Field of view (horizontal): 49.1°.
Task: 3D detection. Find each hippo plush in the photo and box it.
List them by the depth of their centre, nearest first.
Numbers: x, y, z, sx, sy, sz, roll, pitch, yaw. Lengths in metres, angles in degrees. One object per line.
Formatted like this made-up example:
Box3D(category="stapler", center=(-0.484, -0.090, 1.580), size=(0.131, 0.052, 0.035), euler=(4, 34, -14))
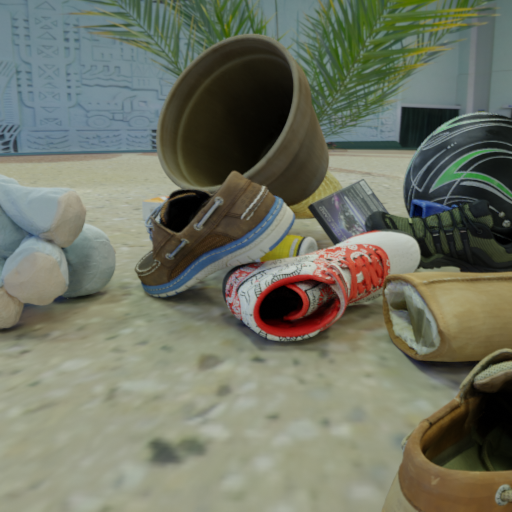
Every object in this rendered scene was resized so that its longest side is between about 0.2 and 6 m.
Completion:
Box3D(category="hippo plush", center=(-3.440, -0.019, 8.266), size=(2.867, 2.284, 2.306), euler=(27, -8, 18))

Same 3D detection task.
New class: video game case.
Box3D(category="video game case", center=(1.984, -0.728, 11.095), size=(1.894, 1.353, 0.180), euler=(-28, -10, -42))

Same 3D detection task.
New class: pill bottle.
Box3D(category="pill bottle", center=(0.417, -0.052, 10.091), size=(1.254, 0.703, 0.703), euler=(8, 16, 28))

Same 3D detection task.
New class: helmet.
Box3D(category="helmet", center=(4.964, -1.727, 12.872), size=(2.939, 3.083, 3.083), euler=(21, 19, 12))

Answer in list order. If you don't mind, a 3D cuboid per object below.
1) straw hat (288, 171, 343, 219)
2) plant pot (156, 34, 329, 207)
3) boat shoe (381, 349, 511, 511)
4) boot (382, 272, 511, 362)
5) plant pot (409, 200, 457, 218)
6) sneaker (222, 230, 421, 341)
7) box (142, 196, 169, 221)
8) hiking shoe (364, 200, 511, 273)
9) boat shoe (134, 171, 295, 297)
Box3D(category="straw hat", center=(-0.022, -1.179, 12.431), size=(3.803, 1.610, 3.803), euler=(11, 33, -8))
Box3D(category="plant pot", center=(0.052, -2.083, 10.360), size=(2.906, 2.906, 2.521), euler=(10, -10, 34))
Box3D(category="boat shoe", center=(1.912, 1.267, 3.833), size=(1.167, 1.139, 3.085), euler=(12, 18, 40))
Box3D(category="boot", center=(3.648, 0.774, 5.893), size=(3.801, 1.257, 3.328), euler=(0, 1, -5))
Box3D(category="plant pot", center=(3.605, -0.482, 10.994), size=(1.020, 1.134, 1.134), euler=(4, 10, 1))
Box3D(category="sneaker", center=(1.124, 0.386, 7.420), size=(3.003, 1.003, 1.610), euler=(-11, 11, -12))
Box3D(category="box", center=(-2.596, -1.322, 15.587), size=(0.681, 0.534, 1.096), euler=(5, 15, 19))
Box3D(category="hiking shoe", center=(3.099, -0.448, 8.987), size=(2.648, 1.333, 1.003), euler=(15, 35, -7))
Box3D(category="boat shoe", center=(-0.896, -0.368, 8.009), size=(3.238, 1.172, 1.170), euler=(-24, 26, 43))
